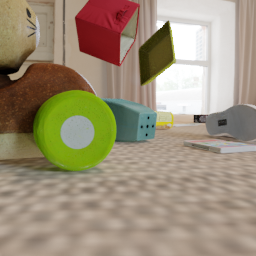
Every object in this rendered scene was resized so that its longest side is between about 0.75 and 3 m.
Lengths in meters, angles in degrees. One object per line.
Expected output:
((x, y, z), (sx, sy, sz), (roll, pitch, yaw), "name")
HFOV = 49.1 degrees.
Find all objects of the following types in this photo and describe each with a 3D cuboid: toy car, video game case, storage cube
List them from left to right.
((-1.504, -1.102, 3.500), (2.350, 2.978, 2.446), (-2, 5, -23), "toy car")
((-0.659, -3.329, 9.366), (1.600, 1.522, 1.780), (22, -26, 9), "storage cube")
((1.487, 0.286, 4.598), (0.726, 0.089, 1.016), (-1, 4, -20), "video game case")

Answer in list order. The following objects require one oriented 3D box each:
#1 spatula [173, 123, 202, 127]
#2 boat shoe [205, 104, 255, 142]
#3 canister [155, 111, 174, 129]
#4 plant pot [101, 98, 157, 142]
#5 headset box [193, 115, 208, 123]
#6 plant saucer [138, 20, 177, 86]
((2.201, -0.146, 11.368), (1.461, 0.117, 1.016), (-2, 5, -34), "spatula")
((2.478, -0.082, 6.061), (0.715, 0.755, 2.159), (-2, -4, -11), "boat shoe")
((0.587, -0.266, 9.061), (1.499, 0.649, 1.114), (-1, 3, -32), "canister")
((-0.047, -0.124, 5.780), (1.196, 0.845, 0.845), (15, 13, 43), "plant pot")
((3.904, -0.460, 13.875), (1.108, 0.416, 0.824), (0, 4, -5), "headset box")
((0.837, -1.976, 7.680), (0.329, 1.373, 1.375), (16, -31, -32), "plant saucer")
